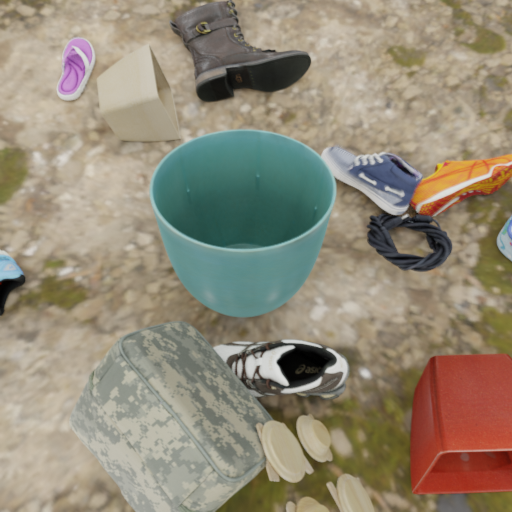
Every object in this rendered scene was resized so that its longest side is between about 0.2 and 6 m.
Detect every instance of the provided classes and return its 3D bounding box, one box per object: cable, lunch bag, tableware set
[{"bbox_3d":[2.900,-0.344,10.728,1.594,0.496,1.954,16,34,7],"label":"cable"},{"bbox_3d":[-1.439,2.790,8.744,2.907,2.026,2.438,46,111,18],"label":"lunch bag"},{"bbox_3d":[0.939,3.406,8.535,0.286,2.465,2.059,-38,64,23],"label":"tableware set"},{"bbox_3d":[6.091,-0.231,10.930,2.302,0.949,1.850,40,73,19],"label":"lunch bag"}]

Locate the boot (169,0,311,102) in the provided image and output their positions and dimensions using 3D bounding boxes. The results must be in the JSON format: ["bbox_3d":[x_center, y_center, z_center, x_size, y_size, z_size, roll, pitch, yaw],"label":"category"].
[{"bbox_3d":[-0.425,-5.110,13.269,3.029,1.049,2.637,-12,65,-3],"label":"boot"}]

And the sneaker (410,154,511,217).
[{"bbox_3d":[4.334,-1.688,11.641,2.596,0.947,1.001,-18,60,-10],"label":"sneaker"}]

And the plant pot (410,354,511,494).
[{"bbox_3d":[3.508,2.658,9.064,1.951,1.953,1.721,-1,50,-1],"label":"plant pot"}]

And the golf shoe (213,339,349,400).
[{"bbox_3d":[0.052,1.863,9.543,3.014,1.424,1.172,-7,65,6],"label":"golf shoe"}]

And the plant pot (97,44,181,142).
[{"bbox_3d":[-2.614,-3.376,12.253,1.352,1.525,1.527,-16,64,5],"label":"plant pot"}]

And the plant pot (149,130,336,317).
[{"bbox_3d":[-0.238,-0.355,9.933,3.027,2.429,3.027,1,47,-1],"label":"plant pot"}]

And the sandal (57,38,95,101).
[{"bbox_3d":[-4.295,-4.548,13.302,0.794,0.479,1.950,-2,64,-1],"label":"sandal"}]

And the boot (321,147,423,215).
[{"bbox_3d":[2.359,-1.833,11.450,2.151,0.972,0.783,38,47,17],"label":"boot"}]

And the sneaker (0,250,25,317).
[{"bbox_3d":[-5.248,0.889,10.426,0.979,0.853,2.177,35,69,12],"label":"sneaker"}]
